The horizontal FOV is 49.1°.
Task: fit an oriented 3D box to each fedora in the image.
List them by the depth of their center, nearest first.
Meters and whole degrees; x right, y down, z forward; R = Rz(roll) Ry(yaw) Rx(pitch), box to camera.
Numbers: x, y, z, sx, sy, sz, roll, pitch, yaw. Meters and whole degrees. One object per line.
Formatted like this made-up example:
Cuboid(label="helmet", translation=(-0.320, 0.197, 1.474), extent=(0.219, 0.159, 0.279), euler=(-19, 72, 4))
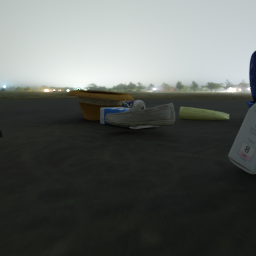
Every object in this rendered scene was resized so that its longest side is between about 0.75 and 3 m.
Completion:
Cuboid(label="fedora", translation=(-1.090, -0.867, 10.854), extent=(2.681, 1.093, 2.681), euler=(4, 10, -1))

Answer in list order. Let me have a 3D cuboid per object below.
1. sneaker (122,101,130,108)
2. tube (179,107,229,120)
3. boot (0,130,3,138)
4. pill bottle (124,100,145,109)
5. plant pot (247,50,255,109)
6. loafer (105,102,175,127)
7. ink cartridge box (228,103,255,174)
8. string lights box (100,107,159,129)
Cuboid(label="sneaker", translation=(-0.823, -0.845, 12.093), extent=(2.174, 0.815, 0.942), euler=(4, 3, 26))
Cuboid(label="tube", translation=(2.942, -0.510, 10.850), extent=(1.864, 0.541, 0.484), euler=(5, -30, 18))
Cuboid(label="boot", translation=(-3.657, 0.013, 5.488), extent=(1.949, 0.675, 1.697), euler=(-2, 7, -37))
Cuboid(label="pill bottle", translation=(0.057, -0.866, 12.273), extent=(0.728, 0.728, 1.310), euler=(-7, 10, -45))
Cuboid(label="plant pot", translation=(6.136, -1.652, 10.995), extent=(2.745, 2.468, 2.745), euler=(8, 9, 18))
Cuboid(label="loafer", translation=(0.310, -0.358, 7.319), extent=(1.826, 0.637, 0.638), euler=(-1, -4, 2))
Cuboid(label="ink cartridge box", translation=(2.309, -0.419, 3.700), extent=(1.637, 2.014, 0.575), euler=(-5, 27, -37))
Cuboid(label="string lights box", translation=(0.021, -0.335, 8.741), extent=(0.942, 0.540, 1.833), euler=(-6, 9, -39))
